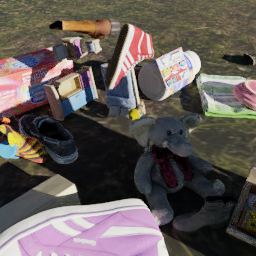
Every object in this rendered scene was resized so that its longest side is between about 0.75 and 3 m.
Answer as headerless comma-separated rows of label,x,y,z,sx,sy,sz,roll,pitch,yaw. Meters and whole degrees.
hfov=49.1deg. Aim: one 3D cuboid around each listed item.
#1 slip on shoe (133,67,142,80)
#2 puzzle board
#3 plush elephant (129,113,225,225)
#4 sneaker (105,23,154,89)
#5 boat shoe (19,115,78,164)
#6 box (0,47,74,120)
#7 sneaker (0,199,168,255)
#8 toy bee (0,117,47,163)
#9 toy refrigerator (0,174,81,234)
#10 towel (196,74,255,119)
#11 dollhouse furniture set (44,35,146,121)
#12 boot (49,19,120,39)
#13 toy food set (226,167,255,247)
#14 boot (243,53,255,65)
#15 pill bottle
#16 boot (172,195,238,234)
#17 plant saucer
slip on shoe,0.609,-2.100,10.997,1.588,0.588,0.486,-5,70,-16
puzzle board,1.507,-1.932,9.047,1.376,1.037,0.120,-33,18,-37
plush elephant,0.956,0.549,6.167,1.883,1.770,2.287,-13,38,-17
sneaker,0.058,-1.646,6.957,0.912,1.621,0.577,9,25,-33
boat shoe,-2.261,0.055,7.644,0.874,0.826,2.437,-27,44,-33
box,-3.330,-1.568,9.406,2.822,1.448,1.336,-27,44,-34
sneaker,-0.684,2.150,4.497,2.903,1.052,1.655,-9,40,-20
toy bee,-2.954,0.269,7.036,1.876,1.020,1.228,11,-7,-21
toy refrigerator,-1.909,1.739,5.437,1.899,0.664,0.721,-30,30,-35
towel,3.455,-1.179,9.756,1.879,0.387,2.519,2,36,5
dollhouse furniture set,-0.963,-1.286,8.155,2.579,2.435,1.683,13,37,35
boot,-1.413,-2.919,8.364,1.832,0.627,1.725,-12,25,-29
toy food set,2.938,1.669,5.632,1.388,0.585,1.935,21,41,26
boot,5.655,-3.066,12.398,0.768,0.373,1.020,-2,30,-2
pill bottle,1.588,-1.986,10.062,1.322,1.322,2.358,29,45,34
boot,1.481,1.627,5.505,1.232,0.804,0.417,-5,36,-7
plant saucer,4.404,-1.098,9.298,1.743,0.442,1.743,10,36,-7
